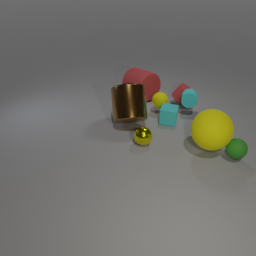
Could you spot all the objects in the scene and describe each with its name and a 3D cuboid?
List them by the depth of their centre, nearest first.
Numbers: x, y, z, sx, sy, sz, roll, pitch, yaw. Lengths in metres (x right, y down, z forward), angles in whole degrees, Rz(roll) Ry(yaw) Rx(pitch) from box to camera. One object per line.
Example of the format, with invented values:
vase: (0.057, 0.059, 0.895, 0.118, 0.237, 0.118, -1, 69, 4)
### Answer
ball: (3.676, 0.694, 9.470, 0.700, 0.700, 0.700, 0, 30, 0)
ball: (2.850, 0.059, 9.520, 1.400, 1.400, 1.400, 0, 30, 0)
ball: (0.562, 0.296, 10.400, 0.700, 0.700, 0.700, 0, 30, 0)
cylinder: (0.047, -0.976, 11.410, 1.400, 1.400, 1.400, -4, -5, 0)
cube: (1.732, -0.566, 11.904, 0.700, 0.700, 0.700, 9, 31, 12)
cylinder: (2.723, -1.316, 12.420, 0.700, 0.700, 0.700, 6, 25, 10)
ball: (1.429, -1.253, 12.509, 0.700, 0.700, 0.700, 0, 30, 0)
cylinder: (2.554, -1.639, 13.221, 0.700, 0.700, 0.700, 27, 37, -22)
cylinder: (0.666, -2.202, 13.973, 1.400, 1.400, 1.400, -21, 33, -32)
